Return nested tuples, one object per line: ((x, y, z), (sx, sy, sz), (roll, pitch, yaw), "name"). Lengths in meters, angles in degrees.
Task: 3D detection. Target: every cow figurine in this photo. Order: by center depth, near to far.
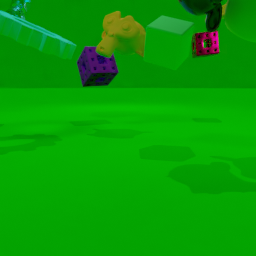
((-3.658, -3.771, 9.140), (0.753, 1.349, 1.371), (8, 15, -16), "cow figurine")

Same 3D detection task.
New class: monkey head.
((1.372, -2.545, 4.711), (1.192, 1.657, 0.999), (-28, 6, -3), "monkey head")
((2.443, -2.278, 4.983), (1.992, 1.433, 1.200), (16, -27, 22), "monkey head")
((-0.207, -2.406, 7.819), (1.978, 1.423, 1.192), (31, -6, 24), "monkey head")

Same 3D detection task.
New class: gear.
((-2.243, -2.200, 6.584), (1.993, 0.369, 1.993), (23, 14, -6), "gear")

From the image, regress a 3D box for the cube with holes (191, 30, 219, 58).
((2.827, -3.067, 10.341), (0.809, 0.809, 0.809), (-6, 9, 3), "cube with holes")

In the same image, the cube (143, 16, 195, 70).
((0.823, -1.738, 5.681), (0.738, 0.738, 0.738), (22, 44, 20), "cube")

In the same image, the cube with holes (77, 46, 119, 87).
((-1.045, -2.060, 9.463), (0.964, 0.964, 0.964), (-8, -15, -30), "cube with holes")
